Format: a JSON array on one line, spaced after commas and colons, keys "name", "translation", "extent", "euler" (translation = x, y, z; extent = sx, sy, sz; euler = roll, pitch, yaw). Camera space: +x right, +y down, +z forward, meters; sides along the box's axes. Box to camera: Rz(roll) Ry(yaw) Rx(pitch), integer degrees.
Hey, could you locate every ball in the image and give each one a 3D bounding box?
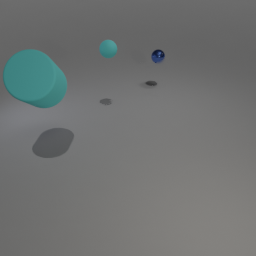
[{"name": "ball", "translation": [1.526, -3.625, 14.204], "extent": [0.700, 0.700, 0.700], "euler": [0, 32, 0]}, {"name": "ball", "translation": [-0.777, -3.107, 11.030], "extent": [0.700, 0.700, 0.700], "euler": [0, 32, 0]}]

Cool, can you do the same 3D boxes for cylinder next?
[{"name": "cylinder", "translation": [-2.567, -1.334, 7.950], "extent": [1.400, 1.400, 1.400], "euler": [0, -3, 0]}]
